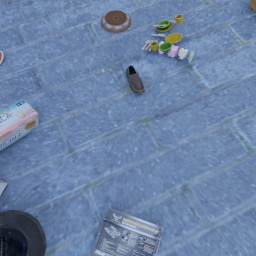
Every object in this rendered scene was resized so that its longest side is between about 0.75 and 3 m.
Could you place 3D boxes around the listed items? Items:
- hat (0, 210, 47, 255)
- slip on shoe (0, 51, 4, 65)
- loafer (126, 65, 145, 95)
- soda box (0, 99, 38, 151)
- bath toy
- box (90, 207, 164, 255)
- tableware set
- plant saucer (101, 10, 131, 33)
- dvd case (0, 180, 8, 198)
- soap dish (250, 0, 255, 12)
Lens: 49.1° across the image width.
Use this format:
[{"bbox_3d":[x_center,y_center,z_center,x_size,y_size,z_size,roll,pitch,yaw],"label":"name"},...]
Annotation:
[{"bbox_3d":[-3.328,3.410,7.643,2.287,0.923,2.287,1,62,-3],"label":"hat"},{"bbox_3d":[-5.713,-2.532,11.182,0.656,0.542,1.771,34,65,18],"label":"slip on shoe"},{"bbox_3d":[0.239,-1.886,10.860,0.498,0.484,1.364,-22,64,-11],"label":"loafer"},{"bbox_3d":[-4.254,0.135,9.167,0.897,0.834,2.624,42,52,13],"label":"soda box"},{"bbox_3d":[1.911,-3.086,11.484,1.529,0.665,0.565,22,91,15],"label":"bath toy"},{"bbox_3d":[-0.012,3.289,8.110,1.779,0.430,1.409,17,63,9],"label":"box"},{"bbox_3d":[1.619,-4.015,11.784,1.536,0.350,2.280,17,60,33],"label":"tableware set"},{"bbox_3d":[-0.540,-4.861,12.597,1.403,0.257,1.403,0,62,0],"label":"plant saucer"},{"bbox_3d":[-4.411,1.818,7.931,1.490,1.983,0.245,25,99,-14],"label":"dvd case"},{"bbox_3d":[6.754,-5.316,12.453,1.796,0.927,2.282,-20,64,-10],"label":"soap dish"}]
